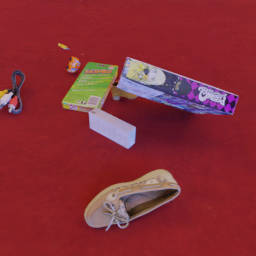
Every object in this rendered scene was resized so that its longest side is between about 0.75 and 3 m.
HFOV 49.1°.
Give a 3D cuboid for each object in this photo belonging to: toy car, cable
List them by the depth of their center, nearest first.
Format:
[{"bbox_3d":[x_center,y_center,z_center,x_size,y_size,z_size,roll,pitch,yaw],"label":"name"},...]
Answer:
[{"bbox_3d":[-3.603,-1.187,8.971,0.907,0.470,1.868,29,48,-17],"label":"cable"},{"bbox_3d":[-2.110,-2.422,9.991,0.410,1.231,0.604,30,85,29],"label":"toy car"}]

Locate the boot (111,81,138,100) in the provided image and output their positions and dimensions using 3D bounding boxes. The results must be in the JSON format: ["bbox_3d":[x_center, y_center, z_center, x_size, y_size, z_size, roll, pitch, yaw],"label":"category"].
[{"bbox_3d":[-0.003,-1.289,9.102,1.110,0.795,0.391,-16,63,-13],"label":"boot"}]

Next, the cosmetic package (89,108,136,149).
[{"bbox_3d":[-0.456,-0.016,7.903,1.434,0.592,0.363,27,44,26],"label":"cosmetic package"}]

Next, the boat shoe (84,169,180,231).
[{"bbox_3d":[0.066,1.514,5.788,2.058,0.754,0.645,-28,22,-4],"label":"boat shoe"}]

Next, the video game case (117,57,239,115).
[{"bbox_3d":[1.020,-0.968,7.313,2.598,0.513,2.866,18,2,-4],"label":"video game case"}]

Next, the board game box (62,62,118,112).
[{"bbox_3d":[-1.209,-1.472,9.656,1.202,0.377,2.517,10,47,9],"label":"board game box"}]
